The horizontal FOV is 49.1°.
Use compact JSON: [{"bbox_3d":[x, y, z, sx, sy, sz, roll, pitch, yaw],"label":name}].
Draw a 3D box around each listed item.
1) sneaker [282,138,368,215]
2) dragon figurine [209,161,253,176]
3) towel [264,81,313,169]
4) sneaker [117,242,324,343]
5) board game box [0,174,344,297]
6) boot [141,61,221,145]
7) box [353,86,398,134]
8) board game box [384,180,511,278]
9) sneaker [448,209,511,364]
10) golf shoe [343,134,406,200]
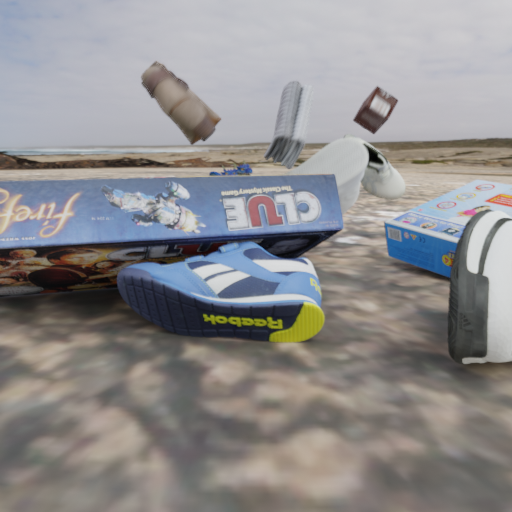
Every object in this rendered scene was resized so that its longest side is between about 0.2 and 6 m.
[{"bbox_3d":[0.642,-0.761,9.685,2.838,1.045,1.640,-28,-20,-2],"label":"sneaker"},{"bbox_3d":[-0.765,-1.781,14.853,0.898,1.517,3.051,-3,11,-16],"label":"dragon figurine"},{"bbox_3d":[0.496,-2.022,8.728,0.497,0.961,1.160,11,-14,-7],"label":"towel"},{"bbox_3d":[-0.337,0.310,5.570,2.044,0.756,0.841,7,49,4],"label":"sneaker"},{"bbox_3d":[-1.272,-0.169,6.438,3.791,0.656,2.568,-4,-12,-18],"label":"board game box"},{"bbox_3d":[-1.346,-2.704,9.794,0.723,1.504,2.058,-43,16,2],"label":"boot"},{"bbox_3d":[2.035,-2.482,9.565,0.462,0.457,0.557,32,-23,-5],"label":"box"},{"bbox_3d":[3.415,-0.375,8.178,2.124,0.606,2.169,-23,25,-24],"label":"board game box"},{"bbox_3d":[3.127,0.257,4.998,2.000,1.312,3.476,7,11,39],"label":"sneaker"},{"bbox_3d":[2.140,-1.508,9.982,1.638,0.641,0.796,33,1,-22],"label":"golf shoe"}]
